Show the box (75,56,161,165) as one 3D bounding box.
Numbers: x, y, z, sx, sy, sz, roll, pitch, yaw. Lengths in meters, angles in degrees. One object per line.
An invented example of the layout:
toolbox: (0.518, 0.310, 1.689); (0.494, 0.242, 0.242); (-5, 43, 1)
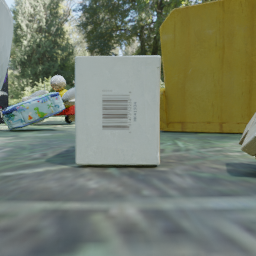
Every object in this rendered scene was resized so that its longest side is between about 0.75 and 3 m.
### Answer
box: (-0.052, -0.133, 2.395); (0.574, 0.732, 1.177); (0, 3, 1)

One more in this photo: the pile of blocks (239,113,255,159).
pile of blocks: (1.211, 0.124, 1.261); (1.544, 0.634, 0.480); (-12, 35, 55)

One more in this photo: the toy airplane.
toy airplane: (-2.642, -0.999, 9.978); (2.484, 1.753, 2.473); (0, 3, -5)

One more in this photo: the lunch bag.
lunch bag: (-2.139, -0.389, 6.283); (1.276, 0.526, 1.025); (-25, 11, -24)

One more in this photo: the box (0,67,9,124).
box: (-5.337, -1.301, 10.290); (1.223, 2.306, 1.410); (2, 3, 37)

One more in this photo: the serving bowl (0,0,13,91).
serving bowl: (-1.611, -0.085, 0.813); (2.383, 0.784, 2.383); (1, 3, 0)

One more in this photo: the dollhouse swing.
dollhouse swing: (2.077, -1.073, 5.744); (2.632, 2.314, 2.392); (0, 3, 28)
